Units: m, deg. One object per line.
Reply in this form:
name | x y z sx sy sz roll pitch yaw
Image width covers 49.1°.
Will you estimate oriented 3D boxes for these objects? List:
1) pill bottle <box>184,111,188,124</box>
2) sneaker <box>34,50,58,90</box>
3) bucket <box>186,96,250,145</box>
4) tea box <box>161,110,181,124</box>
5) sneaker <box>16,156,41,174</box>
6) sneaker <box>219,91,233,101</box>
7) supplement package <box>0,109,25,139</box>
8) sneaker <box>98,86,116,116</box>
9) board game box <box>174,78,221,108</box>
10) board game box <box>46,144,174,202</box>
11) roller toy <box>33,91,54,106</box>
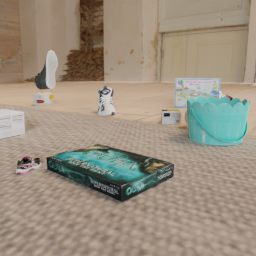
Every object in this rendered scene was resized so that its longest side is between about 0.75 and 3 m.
pill bottle | 3.013 -0.487 11.013 1.559 0.848 0.848 -8 14 -31
sneaker | -3.156 -2.174 10.635 0.802 1.616 0.571 -10 -20 28
bucket | 2.836 -0.277 8.968 2.007 1.306 2.007 -1 12 0
tea box | 1.806 -0.480 11.767 0.775 0.518 0.763 1 12 6
sneaker | -2.234 0.778 6.360 0.304 0.327 0.756 4 12 12
sneaker | 5.709 -1.686 17.331 1.314 0.860 2.274 23 4 0
supplement package | -4.439 -0.128 9.412 1.132 0.806 1.454 9 14 33
sneaker | -1.105 -1.400 14.009 0.849 1.385 2.128 -2 12 -7
board game box | 3.976 -2.017 16.190 2.500 1.681 0.428 3 13 11
board game box | -0.427 0.834 6.076 2.377 0.335 1.608 11 16 41
roller toy | -5.296 -1.859 17.430 1.112 0.852 1.219 -11 16 -42
